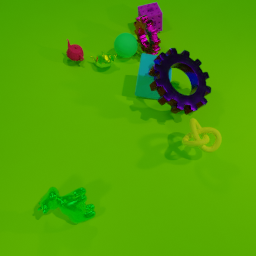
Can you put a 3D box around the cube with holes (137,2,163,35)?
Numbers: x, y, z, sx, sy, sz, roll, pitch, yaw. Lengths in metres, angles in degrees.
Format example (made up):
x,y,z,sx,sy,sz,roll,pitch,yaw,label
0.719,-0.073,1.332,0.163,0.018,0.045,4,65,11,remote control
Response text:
x,y,z,sx,sy,sz,roll,pitch,yaw,label
0.904,-4.472,11.448,0.812,0.812,0.812,-14,56,-3,cube with holes

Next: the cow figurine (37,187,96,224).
x,y,z,sx,sy,sz,roll,pitch,yaw,label
-1.533,1.955,6.967,1.185,1.204,0.661,-24,22,-3,cow figurine

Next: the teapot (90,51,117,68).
x,y,z,sx,sy,sz,roll,pitch,yaw,label
-0.905,-2.533,10.271,1.121,0.549,0.697,-1,24,26,teapot

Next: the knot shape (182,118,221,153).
x,y,z,sx,sy,sz,roll,pitch,yaw,label
2.006,0.172,7.865,1.091,0.504,1.021,0,51,-16,knot shape

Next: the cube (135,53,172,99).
x,y,z,sx,sy,sz,roll,pitch,yaw,label
0.852,-1.712,9.425,1.037,1.037,1.037,9,55,-1,cube

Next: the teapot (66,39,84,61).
x,y,z,sx,sy,sz,roll,pitch,yaw,label
-1.964,-2.846,10.351,0.652,0.513,1.049,-32,72,-33,teapot

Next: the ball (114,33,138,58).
x,y,z,sx,sy,sz,roll,pitch,yaw,label
-0.081,-3.092,10.479,0.898,0.898,0.898,0,55,0,ball

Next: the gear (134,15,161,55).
x,y,z,sx,sy,sz,roll,pitch,yaw,label
0.702,-3.404,10.390,0.272,1.470,1.470,-28,59,-13,gear

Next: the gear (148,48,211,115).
x,y,z,sx,sy,sz,roll,pitch,yaw,label
1.637,-1.460,8.724,2.071,0.383,2.071,8,71,-23,gear
